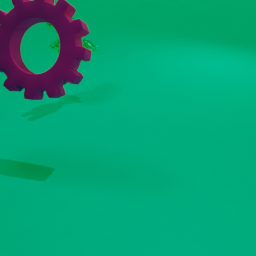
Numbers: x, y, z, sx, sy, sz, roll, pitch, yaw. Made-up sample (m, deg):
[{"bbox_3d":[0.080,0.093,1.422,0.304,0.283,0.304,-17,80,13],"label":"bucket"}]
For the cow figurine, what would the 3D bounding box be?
[{"bbox_3d":[-1.553,-2.605,8.213,1.478,1.502,0.825,-33,52,-32],"label":"cow figurine"}]

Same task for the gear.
[{"bbox_3d":[-1.784,-1.613,5.626,2.065,2.065,0.382,7,7,11],"label":"gear"}]
